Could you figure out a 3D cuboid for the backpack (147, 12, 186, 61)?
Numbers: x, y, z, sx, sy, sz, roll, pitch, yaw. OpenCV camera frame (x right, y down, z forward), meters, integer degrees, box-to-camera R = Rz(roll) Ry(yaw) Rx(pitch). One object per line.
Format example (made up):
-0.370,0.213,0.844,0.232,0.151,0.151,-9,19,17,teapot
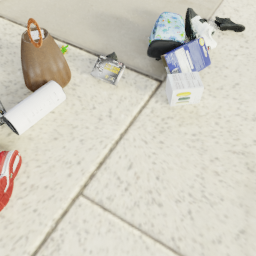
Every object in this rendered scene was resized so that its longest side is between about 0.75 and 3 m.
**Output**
1.916,-4.406,13.370,1.863,1.756,2.283,9,42,3,backpack

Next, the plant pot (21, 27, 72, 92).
-3.610,-2.967,11.787,2.106,2.254,2.106,0,53,0,plant pot

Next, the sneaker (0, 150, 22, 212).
-4.603,1.798,9.249,1.437,0.975,2.488,-1,41,10,sneaker

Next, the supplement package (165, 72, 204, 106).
2.301,-1.611,11.578,1.276,0.969,0.961,-6,54,-5,supplement package

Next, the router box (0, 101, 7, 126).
-5.544,-0.700,10.046,1.849,2.352,0.614,-33,60,-22,router box

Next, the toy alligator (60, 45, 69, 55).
-3.232,-3.648,13.524,0.302,0.330,1.113,-12,41,45,toy alligator

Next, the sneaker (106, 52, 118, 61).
-0.739,-2.976,12.972,0.557,0.466,1.228,-15,54,10,sneaker

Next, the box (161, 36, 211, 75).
2.627,-2.990,12.422,2.308,1.398,0.374,-30,19,-20,box

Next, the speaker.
-3.638,-0.804,10.979,0.990,0.990,2.438,33,61,22,speaker

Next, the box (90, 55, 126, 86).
-0.887,-2.567,12.415,1.286,0.311,1.018,25,87,17,box

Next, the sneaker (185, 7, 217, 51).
3.637,-4.916,14.035,1.258,1.053,2.843,-7,63,-5,sneaker

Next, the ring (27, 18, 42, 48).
-2.819,-2.832,8.381,0.083,0.867,0.867,-25,56,-35,ring

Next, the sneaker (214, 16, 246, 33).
5.362,-5.497,14.754,1.566,0.470,0.817,5,58,8,sneaker
